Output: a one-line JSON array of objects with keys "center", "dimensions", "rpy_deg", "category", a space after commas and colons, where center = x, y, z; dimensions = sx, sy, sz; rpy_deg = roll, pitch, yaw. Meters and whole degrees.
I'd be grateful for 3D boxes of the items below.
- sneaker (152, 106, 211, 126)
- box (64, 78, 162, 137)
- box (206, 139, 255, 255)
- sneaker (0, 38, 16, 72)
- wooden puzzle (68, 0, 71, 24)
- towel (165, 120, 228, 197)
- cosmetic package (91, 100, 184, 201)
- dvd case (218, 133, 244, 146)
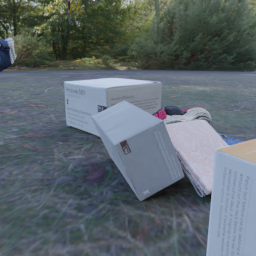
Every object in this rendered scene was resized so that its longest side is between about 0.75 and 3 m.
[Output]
[{"center": [1.389, 0.111, 7.142], "dimensions": [1.074, 0.995, 2.665], "rpy_deg": [-36, -19, 36], "category": "sneaker"}, {"center": [-0.537, -0.830, 9.870], "dimensions": [2.515, 1.644, 2.502], "rpy_deg": [-13, 19, -40], "category": "box"}, {"center": [2.630, 1.104, 2.603], "dimensions": [2.244, 1.567, 2.948], "rpy_deg": [-10, 17, -33], "category": "box"}, {"center": [-4.105, -2.543, 8.427], "dimensions": [0.680, 1.688, 1.236], "rpy_deg": [12, 53, 35], "category": "sneaker"}, {"center": [-2.360, -4.734, 11.292], "dimensions": [0.099, 0.833, 1.405], "rpy_deg": [-3, 36, -10], "category": "wooden puzzle"}, {"center": [1.563, 0.523, 5.700], "dimensions": [1.588, 0.268, 1.662], "rpy_deg": [-7, 52, -37], "category": "towel"}, {"center": [0.076, 0.310, 5.855], "dimensions": [1.072, 1.270, 2.377], "rpy_deg": [-28, 22, -11], "category": "cosmetic package"}, {"center": [1.912, 0.365, 8.136], "dimensions": [1.861, 0.229, 2.608], "rpy_deg": [-9, 17, -28], "category": "dvd case"}]
